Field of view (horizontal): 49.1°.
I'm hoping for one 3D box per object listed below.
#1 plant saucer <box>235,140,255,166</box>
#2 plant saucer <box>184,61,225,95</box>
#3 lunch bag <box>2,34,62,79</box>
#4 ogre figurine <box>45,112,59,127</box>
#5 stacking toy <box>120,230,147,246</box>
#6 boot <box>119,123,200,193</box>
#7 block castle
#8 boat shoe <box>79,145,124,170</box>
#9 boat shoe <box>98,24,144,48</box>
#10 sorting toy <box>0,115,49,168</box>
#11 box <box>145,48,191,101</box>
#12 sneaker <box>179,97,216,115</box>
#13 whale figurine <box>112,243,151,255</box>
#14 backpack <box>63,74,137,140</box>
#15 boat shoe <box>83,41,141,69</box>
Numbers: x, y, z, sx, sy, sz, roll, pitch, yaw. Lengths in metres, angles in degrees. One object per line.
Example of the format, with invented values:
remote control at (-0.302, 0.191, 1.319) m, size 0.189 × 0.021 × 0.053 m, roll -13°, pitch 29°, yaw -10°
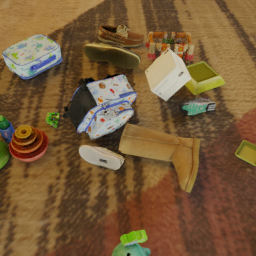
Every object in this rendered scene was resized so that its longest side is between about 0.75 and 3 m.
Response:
plant saucer at (4.157, 0.885, 9.589) m, size 0.791 × 0.190 × 0.792 m, roll 30°, pitch 55°, yaw 23°
plant saucer at (3.130, -2.313, 12.194) m, size 1.663 × 0.398 × 1.661 m, roll -20°, pitch 52°, yaw -17°
lunch bag at (-4.256, -3.217, 12.610) m, size 1.831 × 0.939 × 2.278 m, roll 34°, pitch 57°, yaw 27°
ogre figurine at (-2.856, -0.342, 10.555) m, size 0.452 × 0.370 × 0.754 m, roll 10°, pitch 63°, yaw -15°
stacking toy at (-0.513, 3.945, 6.442) m, size 2.979 × 0.700 × 2.246 m, roll -21°, pitch 53°, yaw -7°
boot at (0.952, 0.916, 9.182) m, size 2.600 × 0.860 × 2.277 m, roll 12°, pitch 37°, yaw 8°
block castle at (1.939, -3.704, 13.024) m, size 2.146 × 1.007 × 1.434 m, roll 1°, pitch 46°, yaw -2°
boat shoe at (-0.875, 0.910, 9.419) m, size 1.567 × 0.556 × 0.547 m, roll 15°, pitch 24°, yaw 17°
boat shoe at (-0.364, -4.612, 13.856) m, size 2.339 × 0.864 × 0.885 m, roll 7°, pitch 50°, yaw 6°
sorting toy at (-4.111, 0.419, 9.370) m, size 2.727 × 1.119 × 1.639 m, roll -13°, pitch 51°, yaw -10°
box at (1.451, -1.984, 10.412) m, size 0.859 × 1.307 × 1.314 m, roll 27°, pitch 35°, yaw -32°
sneaker at (2.617, -0.905, 10.975) m, size 1.521 × 0.566 × 0.666 m, roll -3°, pitch 38°, yaw -17°
whale figurine at (0.210, 3.456, 7.025) m, size 1.395 × 0.724 × 1.110 m, roll 34°, pitch 57°, yaw 26°
backpack at (-0.792, -0.822, 9.775) m, size 2.283 × 2.397 × 1.847 m, roll -34°, pitch 88°, yaw -34°
boat shoe at (-0.659, -3.504, 12.821) m, size 2.827 × 1.010 × 0.929 m, roll 16°, pitch 56°, yaw 19°
